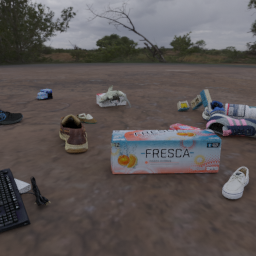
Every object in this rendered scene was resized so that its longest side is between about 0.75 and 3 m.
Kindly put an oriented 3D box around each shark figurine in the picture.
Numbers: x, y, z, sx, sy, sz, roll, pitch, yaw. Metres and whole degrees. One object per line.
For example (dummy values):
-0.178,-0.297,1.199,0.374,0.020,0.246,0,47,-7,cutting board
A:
-0.506,-1.591,14.663,1.892,0.790,1.130,9,62,35,shark figurine

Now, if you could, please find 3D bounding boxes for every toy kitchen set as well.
3.256,-1.185,13.859,1.124,0.827,1.404,-6,-20,-18,toy kitchen set

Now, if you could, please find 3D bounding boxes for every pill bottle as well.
4.906,-0.637,12.278,1.282,0.767,0.767,8,18,18,pill bottle

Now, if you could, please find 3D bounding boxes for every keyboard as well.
-2.460,1.411,6.023,1.270,0.206,1.998,-8,28,-31,keyboard

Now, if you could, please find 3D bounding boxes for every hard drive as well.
-3.034,1.395,6.590,1.243,0.163,0.820,11,20,29,hard drive

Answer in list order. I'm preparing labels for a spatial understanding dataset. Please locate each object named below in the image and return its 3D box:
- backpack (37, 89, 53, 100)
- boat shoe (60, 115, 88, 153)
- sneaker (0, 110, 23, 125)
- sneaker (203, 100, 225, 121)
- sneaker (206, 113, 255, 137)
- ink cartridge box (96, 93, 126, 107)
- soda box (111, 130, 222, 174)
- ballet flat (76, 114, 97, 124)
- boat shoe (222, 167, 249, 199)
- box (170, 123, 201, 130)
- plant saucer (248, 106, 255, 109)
-5.197,-2.066,17.316,0.796,0.587,0.872,17,25,42,backpack
-1.920,-0.010,9.819,0.974,0.972,2.700,-4,17,-13,boat shoe
-5.381,-0.516,11.950,1.751,0.717,0.641,-11,20,-35,sneaker
3.867,-0.760,12.311,0.882,0.975,2.290,1,16,3,sneaker
3.961,0.070,10.319,2.192,0.769,0.899,12,39,38,sneaker
-0.940,-1.616,15.752,1.455,0.603,1.068,-7,17,-20,ink cartridge box
0.975,0.625,7.681,2.887,0.987,0.918,-1,17,-2,soda box
-1.847,-0.436,12.259,1.038,0.376,0.352,8,26,24,ballet flat
2.578,1.244,6.607,0.444,0.438,1.254,13,21,37,boat shoe
1.997,0.211,9.911,1.002,0.514,0.474,17,24,41,box
6.166,-0.675,13.243,2.039,0.279,2.039,-1,17,0,plant saucer
